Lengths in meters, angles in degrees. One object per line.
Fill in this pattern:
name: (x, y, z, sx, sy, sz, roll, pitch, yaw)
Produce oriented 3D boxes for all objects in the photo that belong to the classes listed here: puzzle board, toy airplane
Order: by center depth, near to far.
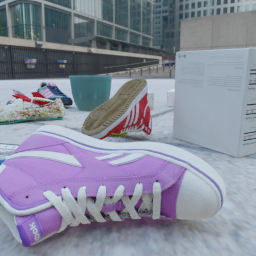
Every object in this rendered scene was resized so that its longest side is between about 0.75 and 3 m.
puzzle board: (-3.469, 0.638, 5.885, 2.942, 0.256, 2.217, 4, 13, 16)
toy airplane: (-4.405, -1.306, 13.194, 2.377, 0.437, 2.377, 16, -11, 3)

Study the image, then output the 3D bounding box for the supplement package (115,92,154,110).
supplement package: (0.316, -1.273, 13.278, 1.495, 0.829, 1.164, -9, 14, -31)

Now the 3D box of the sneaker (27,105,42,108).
sneaker: (-4.083, -0.710, 12.037, 0.386, 0.380, 1.003, -19, -4, 42)

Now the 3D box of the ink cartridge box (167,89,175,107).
ink cartridge box: (2.905, -1.616, 14.928, 1.393, 0.804, 1.914, 4, 13, 17)

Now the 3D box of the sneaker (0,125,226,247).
sneaker: (-0.377, 0.922, 3.423, 2.908, 1.054, 1.658, 8, 32, 19)

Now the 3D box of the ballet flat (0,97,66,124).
ballet flat: (-3.740, -0.701, 10.576, 2.760, 0.882, 1.044, -7, 14, -28)

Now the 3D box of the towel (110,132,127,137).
towel: (-0.380, 0.003, 9.096, 0.823, 0.173, 1.912, 6, 12, 4)

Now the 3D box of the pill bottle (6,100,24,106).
pill bottle: (-5.441, -1.117, 13.532, 0.768, 0.435, 0.435, 4, 13, 15)

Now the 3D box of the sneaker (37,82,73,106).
sneaker: (-3.906, -1.816, 14.628, 2.954, 1.212, 1.036, 12, 4, 40)

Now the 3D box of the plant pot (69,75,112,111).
plant pot: (-1.746, -1.681, 13.358, 2.003, 1.608, 2.003, 0, 12, 0)

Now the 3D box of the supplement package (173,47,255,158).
supplement package: (2.604, -0.789, 7.352, 1.773, 2.411, 2.306, -8, 15, -31)

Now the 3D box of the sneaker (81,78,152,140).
sneaker: (-0.128, -0.099, 7.360, 0.928, 1.465, 2.605, 11, 40, 32)
